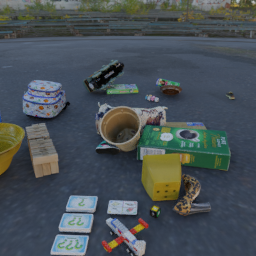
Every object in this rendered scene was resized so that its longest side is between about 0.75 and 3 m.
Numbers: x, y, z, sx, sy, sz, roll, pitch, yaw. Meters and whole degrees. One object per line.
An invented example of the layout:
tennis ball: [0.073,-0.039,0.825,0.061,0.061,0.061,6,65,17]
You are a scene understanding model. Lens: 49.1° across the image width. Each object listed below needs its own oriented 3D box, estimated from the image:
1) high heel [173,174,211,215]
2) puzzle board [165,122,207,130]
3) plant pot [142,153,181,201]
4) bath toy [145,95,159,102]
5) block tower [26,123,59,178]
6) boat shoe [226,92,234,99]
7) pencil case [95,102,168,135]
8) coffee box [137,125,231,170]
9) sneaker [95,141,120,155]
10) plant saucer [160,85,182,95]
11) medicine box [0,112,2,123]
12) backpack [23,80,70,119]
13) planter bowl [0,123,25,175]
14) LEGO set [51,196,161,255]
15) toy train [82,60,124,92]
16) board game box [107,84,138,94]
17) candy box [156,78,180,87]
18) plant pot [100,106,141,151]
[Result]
high heel: [1.385,1.618,7.068,0.934,0.468,1.311,0,32,-17]
puzzle board: [2.298,0.051,11.172,1.624,0.141,1.224,1,22,0]
plant pot: [0.914,1.328,7.282,0.982,0.982,0.866,-2,34,-5]
bath toy: [1.297,-1.545,14.702,0.765,0.333,0.283,18,-4,34]
block tower: [-2.817,0.652,9.060,0.702,0.751,2.598,-9,23,-21]
boat shoe: [5.601,-1.828,15.284,0.335,0.308,0.939,1,23,3]
pencil case: [0.123,-0.326,10.693,2.706,1.210,1.053,1,23,0]
coffee box: [1.828,0.588,9.290,2.846,0.626,1.750,4,24,11]
sneaker: [-0.645,0.660,9.526,0.830,0.347,0.501,3,33,10]
plant saucer: [2.337,-2.050,15.304,1.197,0.192,1.197,4,-14,1]
medicine box: [-5.369,-0.179,10.303,1.357,1.236,0.699,-11,26,-24]
backpack: [-3.785,-1.249,12.601,2.011,1.549,1.916,3,34,-1]
planter bowl: [-4.271,0.826,8.134,2.609,1.087,2.609,-1,25,1]
LEGO set: [-0.392,2.009,6.179,2.256,0.554,1.685,2,27,4]
toy train: [-1.391,-2.986,16.099,2.656,1.132,1.514,-43,24,-31]
board game box: [-0.356,-2.308,16.457,1.784,0.260,1.201,-2,24,-4]
candy box: [2.258,-2.477,15.947,1.217,0.469,1.029,12,7,0]
plant pot: [-0.121,0.163,9.245,1.336,1.223,1.336,-5,63,11]
